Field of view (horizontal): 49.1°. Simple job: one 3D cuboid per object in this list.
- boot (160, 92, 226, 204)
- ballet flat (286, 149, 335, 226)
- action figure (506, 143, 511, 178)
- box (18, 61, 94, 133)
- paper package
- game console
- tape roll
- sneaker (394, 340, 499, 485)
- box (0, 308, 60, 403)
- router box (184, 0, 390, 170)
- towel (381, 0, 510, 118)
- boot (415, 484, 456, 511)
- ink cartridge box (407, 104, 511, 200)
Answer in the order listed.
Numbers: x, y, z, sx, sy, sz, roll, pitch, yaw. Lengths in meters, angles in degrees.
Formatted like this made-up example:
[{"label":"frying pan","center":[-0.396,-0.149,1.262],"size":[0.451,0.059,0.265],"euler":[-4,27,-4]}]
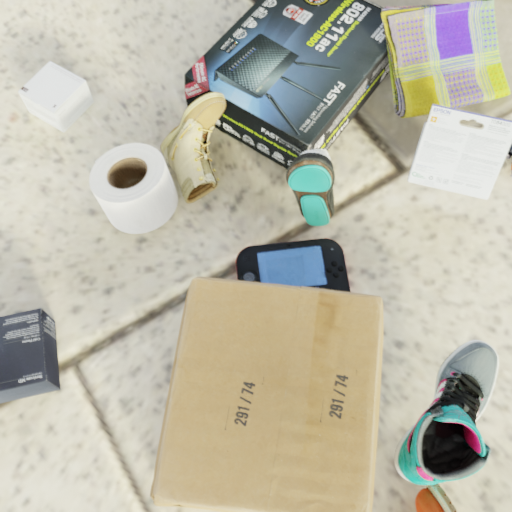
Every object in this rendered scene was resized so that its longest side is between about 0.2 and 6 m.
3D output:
[{"label":"boot","center":[-0.858,-1.709,8.978],"size":[0.573,1.573,1.223],"euler":[1,58,-48]},{"label":"ballet flat","center":[0.797,-1.093,8.017],"size":[0.674,1.983,0.678],"euler":[3,71,8]},{"label":"action figure","center":[4.351,-1.657,9.522],"size":[0.848,0.443,0.820],"euler":[-17,56,22]},{"label":"box","center":[-3.506,-2.799,9.860],"size":[0.857,0.563,0.862],"euler":[31,69,13]},{"label":"paper package","center":[0.223,1.853,7.167],"size":[2.627,1.426,2.756],"euler":[6,69,2]},{"label":"game console","center":[0.576,0.493,8.541],"size":[1.693,0.263,1.497],"euler":[-6,66,-2]},{"label":"tape roll","center":[-1.905,-1.058,8.821],"size":[1.210,0.830,1.210],"euler":[-5,57,7]},{"label":"sneaker","center":[2.473,1.910,6.849],"size":[0.867,1.251,2.073],"euler":[32,80,7]},{"label":"box","center":[-3.476,1.447,7.905],"size":[1.183,0.616,1.078],"euler":[-11,65,-5]},{"label":"router box","center":[0.730,-3.286,9.819],"size":[2.505,1.039,3.343],"euler":[32,70,14]},{"label":"towel","center":[3.287,-3.434,9.645],"size":[2.547,0.290,1.829],"euler":[-14,98,-21]},{"label":"boot","center":[2.089,3.915,6.725],"size":[1.177,0.824,2.195],"euler":[-9,64,4]},{"label":"ink cartridge box","center":[3.169,-1.623,8.691],"size":[1.294,1.318,0.286],"euler":[15,33,8]}]
